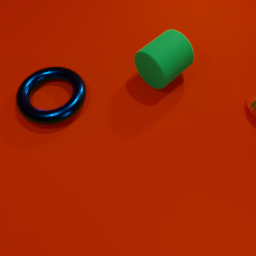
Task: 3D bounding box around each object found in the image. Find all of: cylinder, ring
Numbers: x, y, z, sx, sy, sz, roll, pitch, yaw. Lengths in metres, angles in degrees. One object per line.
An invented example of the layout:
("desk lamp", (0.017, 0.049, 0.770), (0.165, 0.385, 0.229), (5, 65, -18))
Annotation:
("cylinder", (1.008, -1.920, 7.870), (1.212, 1.212, 1.212), (-40, 68, -18))
("ring", (-2.124, -0.938, 7.767), (1.964, 0.393, 1.964), (-2, 58, 2))

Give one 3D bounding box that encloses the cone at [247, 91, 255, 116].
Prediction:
("cone", (3.930, -0.985, 7.245), (1.242, 1.247, 1.242), (2, 49, -2))
